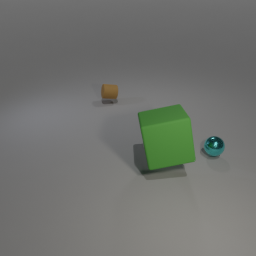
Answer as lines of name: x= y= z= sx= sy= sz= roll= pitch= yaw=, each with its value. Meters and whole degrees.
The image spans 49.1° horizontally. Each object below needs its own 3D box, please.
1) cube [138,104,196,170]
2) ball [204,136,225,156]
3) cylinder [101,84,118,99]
cube: x=1.136 y=0.239 z=8.525 sx=1.400 sy=1.400 sz=1.400 roll=-11 pitch=21 yaw=3
ball: x=2.985 y=0.628 z=9.686 sx=0.700 sy=0.700 sz=0.700 roll=0 pitch=29 yaw=0
cylinder: x=-0.900 y=-1.779 z=13.679 sx=0.700 sy=0.700 sz=0.700 roll=2 pitch=27 yaw=-18
